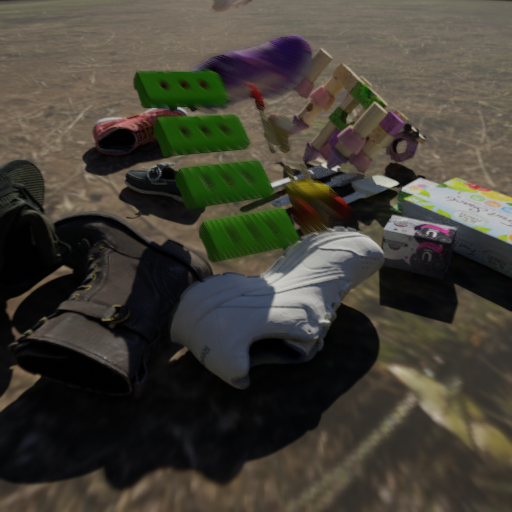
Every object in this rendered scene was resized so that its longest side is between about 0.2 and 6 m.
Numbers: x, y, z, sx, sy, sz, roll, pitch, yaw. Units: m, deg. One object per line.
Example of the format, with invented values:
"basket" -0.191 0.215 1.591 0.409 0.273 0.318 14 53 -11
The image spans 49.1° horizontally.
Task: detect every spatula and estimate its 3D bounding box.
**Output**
"spatula" 1.345 -1.409 11.580 2.926 0.235 2.034 -23 39 -38

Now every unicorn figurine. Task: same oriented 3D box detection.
"unicorn figurine" -0.415 -3.966 8.118 0.820 1.194 0.441 -18 64 -17

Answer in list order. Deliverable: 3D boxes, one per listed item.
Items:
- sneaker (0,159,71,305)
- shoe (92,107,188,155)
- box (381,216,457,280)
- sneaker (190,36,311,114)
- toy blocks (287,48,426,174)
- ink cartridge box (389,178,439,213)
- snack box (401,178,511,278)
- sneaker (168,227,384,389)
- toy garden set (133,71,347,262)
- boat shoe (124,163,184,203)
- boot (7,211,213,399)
"sneaker" -3.492 -0.484 8.420 1.826 1.219 3.188 -18 38 17
"shoe" -2.824 -3.072 13.920 2.431 0.868 1.106 -12 34 -9
"box" 2.619 -0.153 9.108 1.070 0.707 0.614 14 33 21
"sneaker" -0.176 -2.934 8.922 2.157 0.868 0.954 -17 -5 12
"toy blocks" 1.949 -2.810 12.777 2.632 2.216 2.460 4 44 -54
"ink cartridge box" 3.217 -1.166 11.167 0.589 0.336 1.134 27 40 37
"snack box" 4.005 -0.563 9.865 1.691 0.630 2.378 -23 38 -33
"sneaker" 0.547 0.710 7.506 3.343 1.246 1.456 -26 52 -27
"toy garden set" -0.133 -0.912 5.526 1.663 0.398 1.995 -13 69 -34
"boat shoe" -1.872 -1.575 11.557 2.041 0.631 0.764 18 35 27
"boot" -2.299 0.548 7.586 3.109 1.077 2.707 14 33 18
